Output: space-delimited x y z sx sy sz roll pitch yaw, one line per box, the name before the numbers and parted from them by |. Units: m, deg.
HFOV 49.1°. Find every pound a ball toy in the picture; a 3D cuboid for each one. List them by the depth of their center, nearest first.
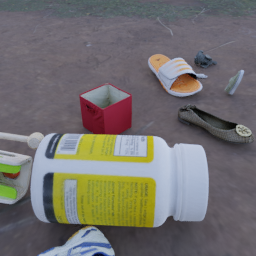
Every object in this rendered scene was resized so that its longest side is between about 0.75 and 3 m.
pound a ball toy | -2.837 0.613 5.794 2.214 1.444 0.941 10 5 0

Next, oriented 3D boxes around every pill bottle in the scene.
pill bottle | -0.112 0.977 5.316 2.956 1.689 1.689 2 36 3

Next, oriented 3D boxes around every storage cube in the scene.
storage cube | -0.613 -0.455 7.806 1.210 1.087 1.034 -30 46 -34

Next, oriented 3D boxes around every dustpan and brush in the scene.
dustpan and brush | 2.324 -2.106 10.751 1.403 0.402 0.979 3 48 15

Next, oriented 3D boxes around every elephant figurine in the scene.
elephant figurine | 3.207 -2.775 11.490 0.883 0.625 0.685 30 72 13

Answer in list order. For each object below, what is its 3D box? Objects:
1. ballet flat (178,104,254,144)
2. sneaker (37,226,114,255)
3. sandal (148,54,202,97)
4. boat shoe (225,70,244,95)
ballet flat | 2.388 -0.169 7.798 2.264 0.525 0.763 27 34 35
sneaker | -0.973 2.272 4.439 1.705 0.642 0.752 -29 45 -33
sandal | 1.504 -2.154 10.090 1.119 0.837 2.920 -25 46 -11
boat shoe | 3.520 -1.515 9.307 0.313 1.009 0.363 24 50 10
